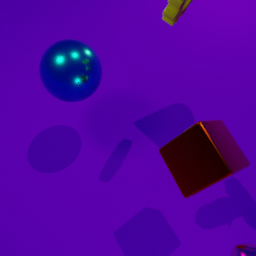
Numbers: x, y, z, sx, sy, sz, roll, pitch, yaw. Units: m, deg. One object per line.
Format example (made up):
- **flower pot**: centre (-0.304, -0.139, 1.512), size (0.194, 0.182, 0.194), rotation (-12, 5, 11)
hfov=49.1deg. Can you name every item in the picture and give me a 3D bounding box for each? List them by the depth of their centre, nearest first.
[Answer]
- **cow figurine**: centre (1.848, 1.493, 2.916), size (1.562, 1.537, 0.857), rotation (-15, 59, 28)
- **cube**: centre (1.170, 0.451, 4.317), size (0.848, 0.848, 0.848), rotation (-4, 61, -50)
- **gear**: centre (0.932, -2.143, 4.360), size (0.203, 1.099, 1.099), rotation (35, 65, 2)
- **ball**: centre (-1.123, -1.126, 5.562), size (1.225, 1.225, 1.225), rotation (0, 60, 0)
